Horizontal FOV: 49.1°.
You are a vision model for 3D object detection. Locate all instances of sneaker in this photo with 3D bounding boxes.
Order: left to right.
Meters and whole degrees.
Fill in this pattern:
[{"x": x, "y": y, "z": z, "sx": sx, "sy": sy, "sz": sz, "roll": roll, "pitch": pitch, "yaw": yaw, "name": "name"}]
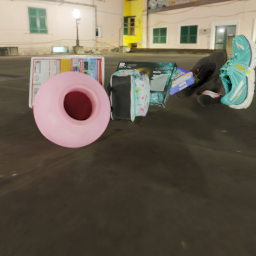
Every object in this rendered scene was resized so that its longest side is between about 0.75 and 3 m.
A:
[{"x": 3.050, "y": -1.176, "z": 10.989, "sx": 1.428, "sy": 0.477, "sz": 0.766, "roll": -4, "pitch": 21, "yaw": -30, "name": "sneaker"}, {"x": 3.685, "y": -1.989, "z": 9.505, "sx": 1.069, "sy": 2.683, "sz": 1.040, "roll": 7, "pitch": -14, "yaw": 2, "name": "sneaker"}]

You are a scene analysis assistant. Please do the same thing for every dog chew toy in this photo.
[{"x": -1.405, "y": -0.309, "z": 6.439, "sx": 1.583, "sy": 1.583, "sz": 2.542, "roll": -8, "pitch": -3, "yaw": -25, "name": "dog chew toy"}]

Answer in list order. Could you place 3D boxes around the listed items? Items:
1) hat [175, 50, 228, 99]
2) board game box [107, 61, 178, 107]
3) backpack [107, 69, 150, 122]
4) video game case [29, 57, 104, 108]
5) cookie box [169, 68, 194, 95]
[{"x": 3.319, "y": -1.939, "z": 11.862, "sx": 1.134, "sy": 2.810, "sz": 2.810, "roll": 41, "pitch": 8, "yaw": -17, "name": "hat"}, {"x": 0.488, "y": -1.745, "z": 10.812, "sx": 2.535, "sy": 1.715, "sz": 0.357, "roll": 11, "pitch": -15, "yaw": 33, "name": "board game box"}, {"x": 0.046, "y": -1.114, "z": 9.012, "sx": 1.308, "sy": 1.543, "sz": 1.738, "roll": 0, "pitch": 19, "yaw": 3, "name": "backpack"}, {"x": -2.279, "y": -1.732, "z": 10.565, "sx": 2.751, "sy": 1.967, "sz": 0.240, "roll": -1, "pitch": -11, "yaw": -1, "name": "video game case"}, {"x": 1.898, "y": -1.994, "z": 11.617, "sx": 1.143, "sy": 0.502, "sz": 1.336, "roll": -28, "pitch": 30, "yaw": -9, "name": "cookie box"}]
